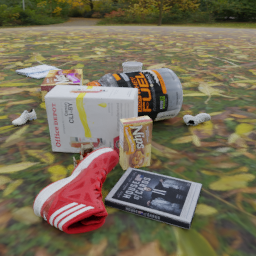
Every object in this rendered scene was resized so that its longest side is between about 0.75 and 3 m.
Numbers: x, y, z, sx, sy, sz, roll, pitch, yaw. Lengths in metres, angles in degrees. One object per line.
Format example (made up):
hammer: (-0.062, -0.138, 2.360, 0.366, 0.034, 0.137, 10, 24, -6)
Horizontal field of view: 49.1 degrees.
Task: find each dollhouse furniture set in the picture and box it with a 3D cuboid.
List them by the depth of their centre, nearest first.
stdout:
dollhouse furniture set: (-0.899, 0.821, 6.982, 0.938, 0.483, 0.928, -10, 38, -21)

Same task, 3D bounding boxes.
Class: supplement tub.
supplement tub: (0.160, -0.953, 9.123, 2.869, 1.758, 1.758, -12, 27, -22)

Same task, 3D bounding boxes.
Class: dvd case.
dvd case: (0.566, 1.391, 5.857, 1.732, 0.214, 1.302, 10, 26, 20)

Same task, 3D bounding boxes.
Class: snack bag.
snack bag: (-4.881, -3.217, 15.903, 2.208, 0.236, 2.081, 20, 31, 36)

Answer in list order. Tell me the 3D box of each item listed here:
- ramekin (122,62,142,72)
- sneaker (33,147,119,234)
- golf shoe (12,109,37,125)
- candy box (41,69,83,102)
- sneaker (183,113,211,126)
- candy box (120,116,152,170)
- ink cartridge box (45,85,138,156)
ramekin: (0.249, -3.317, 15.699, 1.120, 0.588, 1.120, 0, 25, 0)
sneaker: (-0.642, 1.294, 5.605, 1.252, 0.849, 2.168, 27, 47, 30)
golf shoe: (-3.539, -0.385, 9.486, 0.349, 0.433, 0.890, 19, 32, 31)
candy box: (-2.856, -1.967, 12.524, 1.607, 0.778, 2.754, -3, 23, -5)
sneaker: (2.315, -0.230, 9.330, 0.925, 0.350, 0.426, -7, 32, 3)
candy box: (0.180, 0.371, 6.830, 0.725, 1.255, 0.347, -8, 26, -18)
ink cartridge box: (-0.922, -0.201, 7.592, 2.304, 1.672, 0.961, 3, 26, 7)
